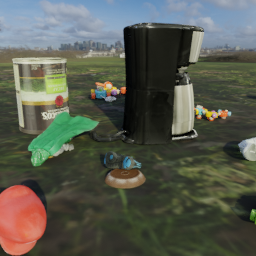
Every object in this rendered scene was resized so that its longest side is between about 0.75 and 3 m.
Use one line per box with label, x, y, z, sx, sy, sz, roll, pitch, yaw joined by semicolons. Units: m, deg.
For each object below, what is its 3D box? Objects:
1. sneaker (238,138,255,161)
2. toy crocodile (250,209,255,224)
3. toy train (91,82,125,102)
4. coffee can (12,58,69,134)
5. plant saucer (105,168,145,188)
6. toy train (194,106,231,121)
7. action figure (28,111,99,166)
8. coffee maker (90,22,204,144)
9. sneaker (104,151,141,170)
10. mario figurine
sneaker;2.740;0.494;6.388;0.444;0.389;1.107;-8;6;35
toy crocodile;1.998;1.192;4.074;0.279;0.256;0.828;13;20;37
toy train;-0.660;-1.909;13.824;1.963;0.727;2.613;9;18;29
coffee can;-2.535;-1.004;8.327;1.511;2.065;1.511;0;16;0
plant saucer;-0.056;0.899;5.244;0.766;0.140;0.766;-1;15;0
toy train;2.848;-0.472;9.682;1.221;0.339;0.917;15;21;34
action figure;-1.667;0.260;6.687;1.269;0.588;2.149;6;24;15
coffee maker;0.559;-1.165;7.298;2.827;2.943;1.983;-12;19;-34
sneaker;-0.129;0.671;5.433;0.362;0.323;0.883;19;-6;-40
mario figurine;-1.729;1.249;3.574;1.734;0.919;1.070;-2;49;33
